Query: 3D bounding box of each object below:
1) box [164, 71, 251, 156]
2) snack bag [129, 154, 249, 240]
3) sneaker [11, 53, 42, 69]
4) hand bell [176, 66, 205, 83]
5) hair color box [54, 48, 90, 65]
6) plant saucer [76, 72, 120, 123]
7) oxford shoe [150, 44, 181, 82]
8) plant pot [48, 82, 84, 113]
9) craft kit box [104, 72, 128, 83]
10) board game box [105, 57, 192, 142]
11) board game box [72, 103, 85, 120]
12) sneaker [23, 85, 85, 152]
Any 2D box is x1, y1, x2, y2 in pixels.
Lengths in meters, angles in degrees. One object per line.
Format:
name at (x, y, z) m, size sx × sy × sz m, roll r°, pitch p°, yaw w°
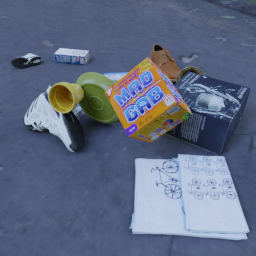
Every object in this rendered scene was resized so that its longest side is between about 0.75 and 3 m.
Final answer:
box at (2.592, -0.612, 9.651) m, size 2.330 × 1.469 × 2.371 m, roll 23°, pitch 44°, yaw 24°
snack bag at (1.509, 1.695, 7.636) m, size 2.838 × 0.304 × 2.676 m, roll 2°, pitch 39°, yaw 3°
sneaker at (-5.122, -3.358, 13.954) m, size 1.476 × 0.557 × 0.849 m, roll -15°, pitch 31°, yaw -29°
hand bell at (2.798, -2.398, 12.531) m, size 1.178 × 1.178 × 2.263 m, roll 7°, pitch 26°, yaw 9°
hair color box at (-2.830, -3.629, 14.221) m, size 1.595 × 0.483 × 0.798 m, roll 7°, pitch 39°, yaw 9°
plant saucer at (-0.997, -0.906, 9.538) m, size 2.059 × 2.059 × 0.320 m, roll 17°, pitch 46°, yaw 20°
oxford shoe at (1.744, -3.072, 13.119) m, size 1.028 × 1.027 × 2.883 m, roll -13°, pitch 42°, yaw -18°
plant pot at (-1.900, -1.039, 8.978) m, size 0.956 × 0.956 × 0.899 m, roll 14°, pitch 24°, yaw 17°
craft kit box at (0.313, -1.493, 11.477) m, size 2.563 × 0.622 × 2.531 m, roll -3°, pitch 36°, yaw -3°
board game box at (0.585, -0.674, 7.647) m, size 1.485 × 1.486 × 1.485 m, roll -36°, pitch 68°, yaw 17°
board game box at (-2.448, -0.766, 10.720) m, size 1.609 × 0.331 × 1.605 m, roll 16°, pitch 41°, yaw 19°
sneaker at (-2.558, -0.037, 9.513) m, size 1.569 × 1.029 × 2.727 m, roll -36°, pitch 60°, yaw 10°
